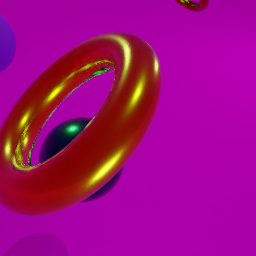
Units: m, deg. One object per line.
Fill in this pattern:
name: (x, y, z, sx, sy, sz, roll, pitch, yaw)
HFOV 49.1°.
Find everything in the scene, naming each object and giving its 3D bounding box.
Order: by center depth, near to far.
ring: (-0.382, -0.093, 1.810, 1.336, 0.267, 1.336, -25, 41, 25)
ball: (-0.609, 0.417, 3.758, 1.131, 1.131, 1.131, 0, 45, 0)
ball: (-2.683, -1.551, 5.031, 1.262, 1.262, 1.262, 0, 45, 0)
ring: (1.440, -3.195, 6.694, 1.112, 1.112, 0.222, 34, 91, 29)
